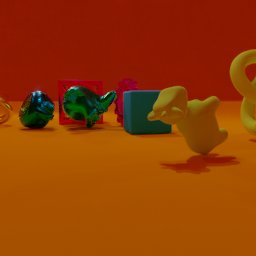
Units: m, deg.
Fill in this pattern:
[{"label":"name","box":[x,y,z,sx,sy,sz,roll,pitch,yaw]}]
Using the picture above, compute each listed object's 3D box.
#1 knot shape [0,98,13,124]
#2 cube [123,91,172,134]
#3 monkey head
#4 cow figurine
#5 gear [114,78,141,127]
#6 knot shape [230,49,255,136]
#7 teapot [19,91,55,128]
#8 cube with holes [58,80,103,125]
[{"label":"knot shape","box":[-4.065,-0.573,7.781,1.349,1.441,0.666,-34,31,-30]},{"label":"cube","box":[0.421,-0.375,6.392,0.919,0.919,0.919,-2,6,-11]},{"label":"monkey head","box":[-1.025,-0.714,7.250,1.101,1.314,1.827,45,0,-2]},{"label":"cow figurine","box":[0.765,-0.063,3.534,1.008,1.024,0.562,-29,14,-35]},{"label":"gear","box":[-0.032,-0.683,7.572,0.238,1.285,1.285,-1,6,-26]},{"label":"knot shape","box":[2.489,-0.780,4.931,1.623,1.519,0.750,-42,-24,25]},{"label":"teapot","box":[-2.314,-0.431,7.263,0.793,1.006,1.619,28,-5,-34]},{"label":"cube with holes","box":[-1.495,-0.827,8.963,1.309,1.309,1.309,-1,6,-9]}]
